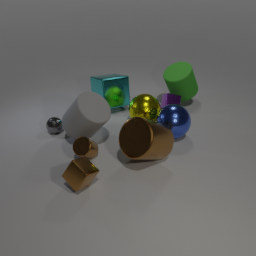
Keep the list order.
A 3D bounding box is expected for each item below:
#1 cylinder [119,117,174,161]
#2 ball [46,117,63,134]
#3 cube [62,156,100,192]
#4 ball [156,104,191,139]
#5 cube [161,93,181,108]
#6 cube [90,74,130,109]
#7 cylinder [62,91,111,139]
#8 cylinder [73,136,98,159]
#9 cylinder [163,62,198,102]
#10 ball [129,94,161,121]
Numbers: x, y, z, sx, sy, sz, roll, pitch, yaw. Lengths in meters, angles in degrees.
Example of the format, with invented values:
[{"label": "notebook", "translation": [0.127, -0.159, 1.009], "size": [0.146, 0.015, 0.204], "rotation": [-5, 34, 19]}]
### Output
[{"label": "cylinder", "translation": [0.637, 0.396, 9.606], "size": [1.400, 1.400, 1.400], "rotation": [27, 10, 38]}, {"label": "ball", "translation": [-3.060, -0.112, 11.677], "size": [0.700, 0.700, 0.700], "rotation": [0, 30, 0]}, {"label": "cube", "translation": [-1.456, 1.401, 8.640], "size": [0.700, 0.700, 0.700], "rotation": [42, 21, 17]}, {"label": "ball", "translation": [1.808, -0.263, 11.204], "size": [1.400, 1.400, 1.400], "rotation": [0, 30, 0]}, {"label": "cube", "translation": [2.012, -1.212, 13.193], "size": [0.700, 0.700, 0.700], "rotation": [10, 0, -12]}, {"label": "cube", "translation": [-0.860, -1.790, 13.468], "size": [1.400, 1.400, 1.400], "rotation": [-13, 21, -28]}, {"label": "cylinder", "translation": [-1.579, -0.440, 10.586], "size": [1.400, 1.400, 1.400], "rotation": [22, 48, -27]}, {"label": "cylinder", "translation": [-1.503, 0.712, 9.974], "size": [0.700, 0.700, 0.700], "rotation": [13, -11, 21]}, {"label": "cylinder", "translation": [2.583, -2.254, 13.646], "size": [1.400, 1.400, 1.400], "rotation": [-16, 45, 17]}, {"label": "ball", "translation": [0.725, -0.790, 12.161], "size": [1.400, 1.400, 1.400], "rotation": [0, 30, 0]}]
